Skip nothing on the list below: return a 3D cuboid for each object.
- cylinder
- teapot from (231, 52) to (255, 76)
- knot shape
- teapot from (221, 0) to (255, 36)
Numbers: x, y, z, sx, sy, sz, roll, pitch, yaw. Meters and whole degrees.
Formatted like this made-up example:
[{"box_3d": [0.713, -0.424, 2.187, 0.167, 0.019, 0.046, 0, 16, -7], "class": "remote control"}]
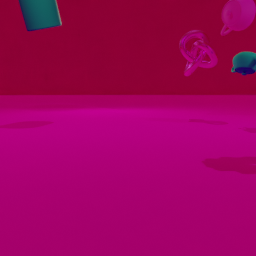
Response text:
[{"box_3d": [-2.902, -3.890, 9.231, 1.166, 1.166, 1.166, -8, 23, 4], "class": "cylinder"}, {"box_3d": [3.090, -1.640, 7.267, 0.694, 0.547, 1.116, 15, -6, -19], "class": "teapot"}, {"box_3d": [2.270, -2.396, 9.443, 0.706, 1.429, 1.527, -6, 49, -31], "class": "knot shape"}, {"box_3d": [2.933, -3.121, 7.511, 0.703, 1.437, 0.893, -11, 54, -29], "class": "teapot"}]
